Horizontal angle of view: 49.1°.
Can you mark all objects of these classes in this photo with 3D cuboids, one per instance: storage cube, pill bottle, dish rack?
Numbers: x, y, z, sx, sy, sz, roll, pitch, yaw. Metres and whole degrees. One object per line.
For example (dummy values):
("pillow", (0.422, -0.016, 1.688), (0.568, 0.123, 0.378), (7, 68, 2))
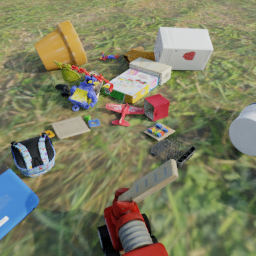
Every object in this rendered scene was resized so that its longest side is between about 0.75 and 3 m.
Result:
("storage cube", (1.093, -0.811, 10.874), (0.744, 0.708, 0.828), (-19, 41, -24))
("pill bottle", (4.750, -0.278, 9.415), (2.815, 1.609, 1.609), (-29, 46, -33))
("dish rack", (1.427, 0.745, 9.132), (1.282, 0.350, 0.983), (28, 44, 33))

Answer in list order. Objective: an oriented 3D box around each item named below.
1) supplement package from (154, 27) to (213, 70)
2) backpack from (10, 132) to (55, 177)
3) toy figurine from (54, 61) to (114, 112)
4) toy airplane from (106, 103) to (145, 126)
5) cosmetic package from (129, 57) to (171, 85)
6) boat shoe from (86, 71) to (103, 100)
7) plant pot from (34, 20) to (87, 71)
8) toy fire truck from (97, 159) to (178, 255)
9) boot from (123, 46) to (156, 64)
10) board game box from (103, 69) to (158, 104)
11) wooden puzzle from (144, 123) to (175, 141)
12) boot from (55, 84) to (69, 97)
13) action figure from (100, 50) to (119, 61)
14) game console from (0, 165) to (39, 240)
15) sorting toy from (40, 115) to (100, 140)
("supplement package", (2.663, -3.871, 13.805), (2.448, 1.484, 1.466), (-1, 59, -7))
("backpack", (-2.765, 0.922, 8.413), (1.245, 0.918, 1.364), (-18, 40, -22))
("toy figurine", (-2.071, -1.501, 11.290), (2.658, 1.402, 1.593), (20, 84, 23))
("toy airplane", (-0.143, -0.544, 10.869), (1.567, 0.288, 1.567), (2, 38, -2))
("cosmetic package", (1.058, -2.745, 13.462), (1.827, 0.668, 0.946), (24, 43, 27))
("boat shoe", (-1.576, -2.084, 12.595), (0.782, 0.648, 2.176), (0, 37, 0))
("plant pot", (-3.435, -3.917, 13.988), (2.030, 2.217, 2.217), (-26, 42, -8))
("toy fire truck", (0.323, 2.064, 5.568), (1.630, 2.534, 2.230), (-11, 38, -13))
("boot", (0.706, -3.609, 14.771), (1.293, 0.636, 1.807), (-37, 58, -22))
("board game box", (0.153, -1.916, 12.558), (1.598, 0.421, 2.088), (24, 43, 28))
("wooden puzzle", (1.121, 0.083, 10.036), (0.873, 0.202, 0.809), (-24, 35, -30))
("boot", (-2.916, -1.652, 12.389), (0.645, 0.257, 0.783), (-7, 42, -6))
("action figure", (-1.048, -3.987, 15.237), (1.081, 0.535, 0.353), (-19, 41, -20))
("game console", (-4.001, 2.199, 7.310), (2.092, 1.450, 2.450), (44, 48, 3))
("sorting toy", (-2.086, 0.044, 10.110), (2.161, 0.294, 1.217), (-16, 35, -23))
